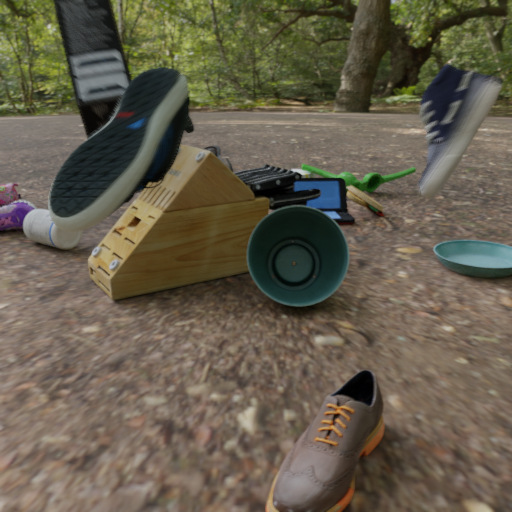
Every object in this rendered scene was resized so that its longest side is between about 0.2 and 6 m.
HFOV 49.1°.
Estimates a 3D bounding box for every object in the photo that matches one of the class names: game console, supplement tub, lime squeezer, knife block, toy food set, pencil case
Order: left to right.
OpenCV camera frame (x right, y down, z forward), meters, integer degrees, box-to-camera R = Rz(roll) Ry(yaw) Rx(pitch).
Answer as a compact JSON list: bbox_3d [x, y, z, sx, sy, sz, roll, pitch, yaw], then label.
[{"bbox_3d":[-7.286,-1.603,15.176,1.605,0.702,0.702,-7,20,-13],"label":"pencil case"},{"bbox_3d":[-4.368,-0.578,12.046,1.136,0.750,0.750,12,22,35],"label":"supplement tub"},{"bbox_3d":[-0.614,-0.235,10.738,4.030,3.538,1.289,-53,35,-8],"label":"knife block"},{"bbox_3d":[1.588,-1.390,14.144,1.615,0.958,1.392,-2,18,-5],"label":"game console"},{"bbox_3d":[3.239,-2.373,17.455,3.608,0.680,1.274,1,22,3],"label":"lime squeezer"},{"bbox_3d":[2.832,-1.431,14.623,1.177,0.289,1.190,31,14,-11],"label":"toy food set"}]

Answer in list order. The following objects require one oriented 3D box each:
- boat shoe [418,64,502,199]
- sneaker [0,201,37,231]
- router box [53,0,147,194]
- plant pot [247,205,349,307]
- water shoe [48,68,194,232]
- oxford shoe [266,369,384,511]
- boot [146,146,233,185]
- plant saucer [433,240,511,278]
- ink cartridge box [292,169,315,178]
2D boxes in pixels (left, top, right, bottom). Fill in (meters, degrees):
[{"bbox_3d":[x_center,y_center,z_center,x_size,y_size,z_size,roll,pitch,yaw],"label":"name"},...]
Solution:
[{"bbox_3d":[3.363,-2.306,10.251,1.133,2.443,0.912,31,-2,18],"label":"boat shoe"},{"bbox_3d":[-5.927,-0.824,13.000,1.810,0.728,0.800,-1,25,11],"label":"sneaker"},{"bbox_3d":[-3.293,-3.529,11.978,1.070,3.220,4.096,-14,-15,-12],"label":"router box"},{"bbox_3d":[0.653,0.073,9.203,1.597,1.597,1.070,0,-9,0],"label":"plant pot"},{"bbox_3d":[-1.643,-1.319,7.851,1.103,1.218,3.086,11,55,23],"label":"water shoe"},{"bbox_3d":[0.668,1.711,5.235,0.705,0.720,1.976,10,21,26],"label":"oxford shoe"},{"bbox_3d":[-2.469,-2.844,18.195,2.894,1.151,3.324,-6,22,-18],"label":"boot"},{"bbox_3d":[4.292,0.079,10.779,1.711,0.307,1.711,-1,19,0],"label":"plant saucer"},{"bbox_3d":[1.211,-2.427,17.936,0.889,0.511,1.224,15,24,38],"label":"ink cartridge box"}]
